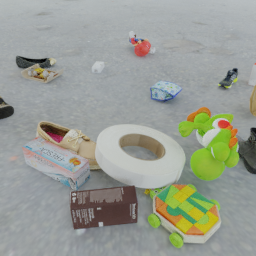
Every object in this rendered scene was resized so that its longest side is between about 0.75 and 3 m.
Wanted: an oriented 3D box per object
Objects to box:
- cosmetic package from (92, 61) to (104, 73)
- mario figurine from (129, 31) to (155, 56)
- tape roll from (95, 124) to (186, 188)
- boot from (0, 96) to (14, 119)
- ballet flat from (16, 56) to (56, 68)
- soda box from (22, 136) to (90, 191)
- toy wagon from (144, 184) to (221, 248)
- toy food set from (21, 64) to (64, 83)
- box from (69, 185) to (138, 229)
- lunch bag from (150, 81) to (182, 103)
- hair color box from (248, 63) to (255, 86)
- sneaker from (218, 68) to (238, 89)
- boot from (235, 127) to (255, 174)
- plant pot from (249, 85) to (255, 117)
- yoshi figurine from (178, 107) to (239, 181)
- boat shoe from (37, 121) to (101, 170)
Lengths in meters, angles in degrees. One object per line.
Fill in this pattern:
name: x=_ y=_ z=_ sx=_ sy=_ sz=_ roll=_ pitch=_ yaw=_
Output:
cosmetic package: x=-1.448 y=-2.965 z=13.617 sx=0.417 sy=0.304 sz=0.820 roll=6 pitch=36 yaw=8
mario figurine: x=0.787 y=-4.727 z=15.451 sx=1.313 sy=1.127 sz=2.127 roll=-8 pitch=34 yaw=-11
tape roll: x=0.345 y=0.688 z=7.763 sx=2.511 sy=0.459 sz=2.511 roll=10 pitch=28 yaw=-5
boot: x=-5.125 y=-0.717 z=10.106 sx=1.643 sy=0.601 sz=1.237 roll=-20 pitch=40 yaw=-31
ballet flat: x=-4.557 y=-3.305 z=13.870 sx=1.969 sy=0.559 sz=0.654 roll=-4 pitch=35 yaw=-5
soda box: x=-1.982 y=0.933 z=7.673 sx=1.952 sy=0.668 sz=0.621 roll=21 pitch=40 yaw=27
toy wagon: x=1.158 y=1.853 z=6.603 sx=1.499 sy=0.382 sz=1.932 roll=-27 pitch=43 yaw=-34
toy food set: x=-3.939 y=-2.605 z=12.931 sx=1.594 sy=0.481 sz=1.144 roll=16 pitch=38 yaw=22
box: x=-0.535 y=1.805 z=6.365 sx=1.491 sy=0.747 sz=0.559 roll=-6 pitch=35 yaw=-7
lunch bag: x=1.525 y=-1.446 z=11.124 sx=1.023 sy=0.652 sz=0.870 roll=11 pitch=35 yaw=31
hair color box: x=6.102 y=-2.082 z=11.762 sx=1.734 sy=0.962 sz=0.554 roll=28 pitch=43 yaw=33
sneaker: x=4.389 y=-2.190 z=12.223 sx=0.554 sy=0.607 sz=1.500 roll=22 pitch=40 yaw=28
boot: x=3.499 y=0.400 z=8.066 sx=0.582 sy=1.097 sz=1.667 roll=-9 pitch=36 yaw=-11
plant pot: x=4.650 y=-1.089 z=10.015 sx=0.187 sy=1.359 sz=1.359 roll=19 pitch=38 yaw=40
yoshi figurine: x=2.111 y=0.469 z=7.548 sx=1.508 sy=1.502 sz=2.683 roll=0 pitch=19 yaw=6
boat shoe: x=-1.670 y=0.445 z=8.174 sx=2.537 sy=0.877 sz=0.935 roll=16 pitch=36 yaw=18
